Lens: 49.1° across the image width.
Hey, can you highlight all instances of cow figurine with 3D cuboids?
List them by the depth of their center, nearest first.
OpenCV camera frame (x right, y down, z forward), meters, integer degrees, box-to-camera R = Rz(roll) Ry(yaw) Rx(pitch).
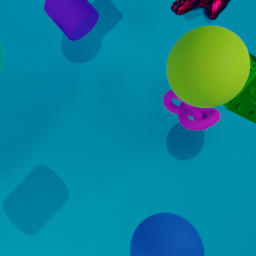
[{"bbox_3d":[1.326,-2.529,5.229,1.119,0.624,1.137,-22,122,8],"label":"cow figurine"}]

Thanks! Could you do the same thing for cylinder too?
[{"bbox_3d":[-1.268,-2.604,6.331,0.890,0.890,0.890,-41,89,-3],"label":"cylinder"}]

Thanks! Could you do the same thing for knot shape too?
[{"bbox_3d":[1.227,-0.282,5.169,1.120,1.048,0.517,20,110,-24],"label":"knot shape"}]

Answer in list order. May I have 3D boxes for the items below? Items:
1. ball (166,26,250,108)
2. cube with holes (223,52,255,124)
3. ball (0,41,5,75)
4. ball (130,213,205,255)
[{"bbox_3d":[1.220,-0.932,4.344,1.236,1.236,1.236,0,85,0],"label":"ball"},{"bbox_3d":[2.267,-0.763,5.160,0.933,0.933,0.933,22,118,-21],"label":"cube with holes"},{"bbox_3d":[-2.438,-1.078,4.112,1.156,1.156,1.156,0,85,0],"label":"ball"},{"bbox_3d":[0.542,1.732,3.944,1.038,1.038,1.038,0,85,0],"label":"ball"}]
